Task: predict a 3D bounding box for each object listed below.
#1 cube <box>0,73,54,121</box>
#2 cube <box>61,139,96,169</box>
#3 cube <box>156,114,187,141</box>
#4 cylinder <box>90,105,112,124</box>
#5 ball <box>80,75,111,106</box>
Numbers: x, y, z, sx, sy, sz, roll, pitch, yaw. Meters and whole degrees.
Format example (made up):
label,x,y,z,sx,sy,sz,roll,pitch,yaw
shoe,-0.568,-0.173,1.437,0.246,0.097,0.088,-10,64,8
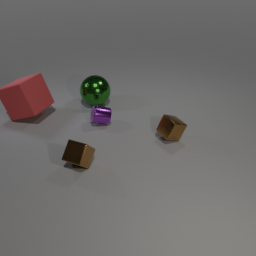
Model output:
label,x,y,z,sx,sy,sz,roll,pitch,yaw
cube,-4.251,-1.309,11.712,1.400,1.400,1.400,-9,25,27
cube,-1.584,0.848,9.045,0.700,0.700,0.700,13,78,21
cube,1.613,-0.014,10.397,0.700,0.700,0.700,5,29,-40
cylinder,-1.108,-0.532,11.417,0.700,0.700,0.700,8,28,-22
ball,-1.496,-1.713,12.831,1.400,1.400,1.400,0,31,0
